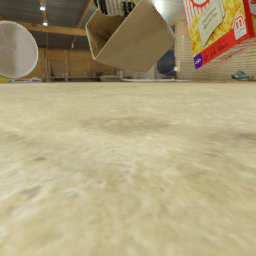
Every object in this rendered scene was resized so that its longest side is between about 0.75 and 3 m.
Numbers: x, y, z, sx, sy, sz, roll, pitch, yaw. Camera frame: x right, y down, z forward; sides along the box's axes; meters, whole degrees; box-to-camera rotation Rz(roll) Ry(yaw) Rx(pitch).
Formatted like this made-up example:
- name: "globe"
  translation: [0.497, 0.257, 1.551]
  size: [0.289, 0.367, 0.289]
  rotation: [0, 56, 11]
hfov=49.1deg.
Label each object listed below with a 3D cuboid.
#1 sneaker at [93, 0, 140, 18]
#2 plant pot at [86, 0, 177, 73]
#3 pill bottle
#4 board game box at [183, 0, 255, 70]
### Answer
- name: "sneaker"
  translation: [-0.280, -3.918, 8.752]
  size: [1.946, 0.731, 0.789]
  rotation: [27, 54, 27]
- name: "plant pot"
  translation: [0.187, -3.127, 9.036]
  size: [2.006, 2.266, 2.263]
  rotation: [25, 33, -36]
- name: "pill bottle"
  translation: [-3.566, -1.869, 7.443]
  size: [2.402, 1.354, 1.354]
  rotation: [1, 8, 44]
- name: "board game box"
  translation: [1.674, -2.628, 5.147]
  size: [0.614, 2.652, 2.009]
  rotation: [-9, -2, -10]
